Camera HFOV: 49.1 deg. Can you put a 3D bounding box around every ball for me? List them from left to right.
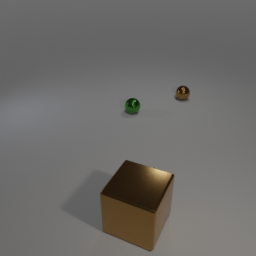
[{"bbox_3d":[0.205,-0.990,12.424,0.700,0.700,0.700,0,32,0],"label":"ball"},{"bbox_3d":[2.659,-1.711,13.593,0.700,0.700,0.700,0,32,0],"label":"ball"}]

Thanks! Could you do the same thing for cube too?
[{"bbox_3d":[0.257,1.901,7.103,1.400,1.400,1.400,14,35,21],"label":"cube"}]
